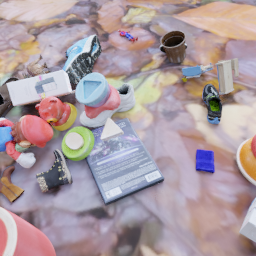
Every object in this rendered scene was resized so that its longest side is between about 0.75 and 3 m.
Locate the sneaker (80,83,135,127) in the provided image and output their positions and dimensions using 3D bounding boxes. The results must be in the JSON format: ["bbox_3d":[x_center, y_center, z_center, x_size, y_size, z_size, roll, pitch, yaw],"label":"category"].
[{"bbox_3d":[-0.756,-0.943,9.993,2.359,1.172,0.919,-34,58,-25],"label":"sneaker"}]

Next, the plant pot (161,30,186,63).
[{"bbox_3d":[2.033,-3.421,12.024,1.058,1.047,1.058,-11,53,15],"label":"plant pot"}]

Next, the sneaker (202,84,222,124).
[{"bbox_3d":[3.173,-0.991,10.306,0.648,0.758,1.829,4,50,1],"label":"sneaker"}]

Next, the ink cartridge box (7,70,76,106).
[{"bbox_3d":[-2.843,-1.481,10.075,2.440,0.821,1.429,-14,8,-6],"label":"ink cartridge box"}]

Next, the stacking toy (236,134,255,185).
[{"bbox_3d":[4.429,0.379,7.876,2.005,2.744,2.005,0,51,-1],"label":"stacking toy"}]

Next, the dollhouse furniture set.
[{"bbox_3d":[3.347,-2.047,11.439,1.803,1.176,1.702,2,18,43],"label":"dollhouse furniture set"}]

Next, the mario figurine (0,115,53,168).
[{"bbox_3d":[-3.760,0.476,9.124,2.738,1.690,1.451,-12,8,0],"label":"mario figurine"}]

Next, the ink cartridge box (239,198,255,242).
[{"bbox_3d":[3.630,2.420,7.434,0.804,0.808,1.101,28,57,21],"label":"ink cartridge box"}]

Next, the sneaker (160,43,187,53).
[{"bbox_3d":[1.985,-3.894,12.844,1.312,0.549,0.792,-7,55,-16],"label":"sneaker"}]

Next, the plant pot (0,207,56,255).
[{"bbox_3d":[-2.993,2.929,6.149,2.441,2.160,2.441,0,51,0],"label":"plant pot"}]

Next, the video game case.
[{"bbox_3d":[-0.334,0.936,9.042,1.942,0.258,2.719,-19,52,-15],"label":"video game case"}]

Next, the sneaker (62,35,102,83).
[{"bbox_3d":[-2.133,-2.851,11.898,1.271,1.108,2.826,0,44,25],"label":"sneaker"}]

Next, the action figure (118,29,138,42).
[{"bbox_3d":[-0.052,-4.523,13.577,1.167,0.302,0.382,34,60,28],"label":"action figure"}]

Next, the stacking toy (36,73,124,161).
[{"bbox_3d":[-1.570,-0.437,8.975,2.688,1.135,2.433,-29,57,12],"label":"stacking toy"}]

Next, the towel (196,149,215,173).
[{"bbox_3d":[2.482,1.037,8.984,0.589,0.198,0.798,8,51,5],"label":"towel"}]

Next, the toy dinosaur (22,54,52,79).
[{"bbox_3d":[-3.851,-2.337,11.495,1.172,0.743,1.730,-30,48,-8],"label":"toy dinosaur"}]

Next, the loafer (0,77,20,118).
[{"bbox_3d":[-4.569,-1.131,10.326,0.840,0.816,2.300,17,54,1],"label":"loafer"}]

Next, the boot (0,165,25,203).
[{"bbox_3d":[-3.474,1.648,8.404,0.931,0.319,0.877,27,55,20],"label":"boot"}]

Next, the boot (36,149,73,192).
[{"bbox_3d":[-2.342,1.306,8.603,0.977,0.475,1.298,-21,59,-18],"label":"boot"}]
